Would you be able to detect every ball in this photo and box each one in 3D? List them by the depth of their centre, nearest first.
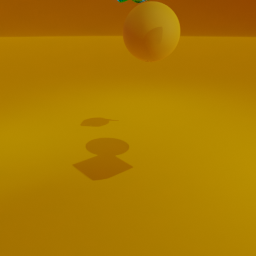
[{"bbox_3d":[0.460,-1.891,5.558,1.134,1.134,1.134,0,20,0],"label":"ball"}]

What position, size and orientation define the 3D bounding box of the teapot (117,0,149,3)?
[{"bbox_3d":[0.384,-3.429,6.699,1.536,0.752,0.955,-30,-3,-7],"label":"teapot"}]
